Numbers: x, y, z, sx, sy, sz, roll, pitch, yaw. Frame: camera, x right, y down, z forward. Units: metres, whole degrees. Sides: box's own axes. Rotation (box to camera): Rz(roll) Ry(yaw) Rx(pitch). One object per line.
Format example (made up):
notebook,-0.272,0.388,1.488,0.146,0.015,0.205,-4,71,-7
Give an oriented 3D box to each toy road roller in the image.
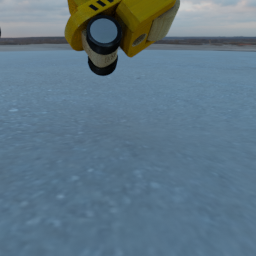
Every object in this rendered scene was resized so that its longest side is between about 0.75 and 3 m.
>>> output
toy road roller,-0.306,-2.730,6.689,2.649,1.934,1.628,-34,-6,-12
